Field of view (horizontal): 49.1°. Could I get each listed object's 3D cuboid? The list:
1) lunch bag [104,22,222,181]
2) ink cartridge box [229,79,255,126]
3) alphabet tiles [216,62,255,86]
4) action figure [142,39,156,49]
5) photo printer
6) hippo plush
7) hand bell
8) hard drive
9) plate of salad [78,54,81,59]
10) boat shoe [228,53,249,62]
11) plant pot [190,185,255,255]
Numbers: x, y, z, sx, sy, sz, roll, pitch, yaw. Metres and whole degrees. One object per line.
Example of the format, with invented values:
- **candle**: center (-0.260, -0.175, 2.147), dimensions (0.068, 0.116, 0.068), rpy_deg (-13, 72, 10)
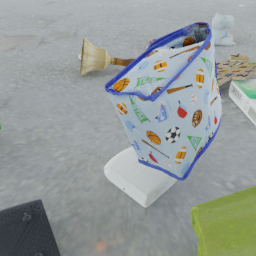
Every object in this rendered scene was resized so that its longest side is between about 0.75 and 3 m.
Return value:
- **lunch bag**: center (0.859, -0.539, 4.837), dimensions (1.308, 1.796, 2.112), rpy_deg (20, 56, 42)
- **ink cartridge box**: center (4.919, -0.829, 8.777), dimensions (2.729, 0.684, 2.196), rpy_deg (-7, 37, -7)
- **alphabet tiles**: center (3.317, -1.943, 10.095), dimensions (2.983, 0.113, 2.494), rpy_deg (-28, 26, -32)
- **action figure**: center (1.120, -3.868, 13.279), dimensions (0.569, 0.633, 0.850), rpy_deg (-25, 27, 49)
- **photo printer**: center (0.249, 0.993, 6.345), dimensions (1.182, 0.494, 1.421), rpy_deg (-30, 46, -35)
- **hippo plush**: center (4.394, -4.869, 13.678), dimensions (1.759, 1.415, 1.401), rpy_deg (-2, 36, -3)
- **hand bell**: center (-0.437, -2.607, 11.009), dimensions (2.740, 1.427, 1.427), rpy_deg (5, 34, -13)
- **hard drive**: center (-2.466, 2.279, 4.521), dimensions (2.582, 0.546, 1.741), rpy_deg (-17, 39, -22)
- **plate of salad**: center (-1.604, -3.246, 12.401), dimensions (1.205, 0.290, 1.205), rpy_deg (1, 35, 0)
- **boat shoe**: center (4.795, -3.049, 12.066), dimensions (0.940, 0.358, 0.337), rpy_deg (-7, 36, -9)
- **plant pot**: center (2.244, 1.746, 4.065), dimensions (2.387, 2.514, 2.514), rpy_deg (-12, 36, 6)
